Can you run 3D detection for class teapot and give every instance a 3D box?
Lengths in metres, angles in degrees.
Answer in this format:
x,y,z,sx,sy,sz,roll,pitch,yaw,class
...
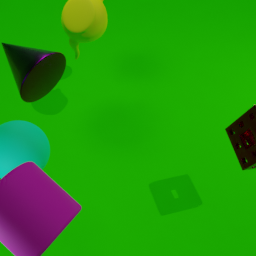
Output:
x,y,z,sx,sy,sz,roll,pitch,yaw,class
-1.054,-2.644,7.048,1.182,0.931,1.901,31,101,17,teapot

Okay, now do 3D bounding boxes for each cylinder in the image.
x,y,z,sx,sy,sz,roll,pitch,yaw,class
-1.032,0.891,2.977,0.777,0.777,0.777,41,61,4,cylinder

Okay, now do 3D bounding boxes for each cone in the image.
x,y,z,sx,sy,sz,roll,pitch,yaw,class
-2.115,-1.360,5.640,1.217,1.213,1.213,39,61,8,cone

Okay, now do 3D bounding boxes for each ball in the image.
x,y,z,sx,sy,sz,roll,pitch,yaw,class
-1.700,0.355,4.345,0.942,0.942,0.942,0,53,0,ball

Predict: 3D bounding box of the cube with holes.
x,y,z,sx,sy,sz,roll,pitch,yaw,class
2.616,0.173,5.286,0.905,0.905,0.905,-3,63,-21,cube with holes
